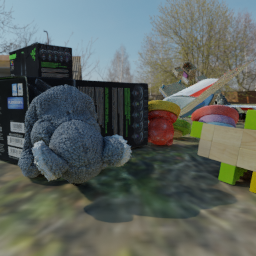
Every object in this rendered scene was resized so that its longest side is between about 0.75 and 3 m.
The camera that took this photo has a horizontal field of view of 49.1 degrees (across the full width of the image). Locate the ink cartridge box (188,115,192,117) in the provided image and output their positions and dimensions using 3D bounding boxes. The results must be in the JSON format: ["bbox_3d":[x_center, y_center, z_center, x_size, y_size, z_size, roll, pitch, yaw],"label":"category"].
[{"bbox_3d":[3.361,-1.146,15.025,1.737,1.003,2.388,6,8,45],"label":"ink cartridge box"}]

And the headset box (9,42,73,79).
[{"bbox_3d":[-3.299,-1.662,10.562,1.382,2.980,2.594,-5,9,-42],"label":"headset box"}]

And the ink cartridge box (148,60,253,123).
[{"bbox_3d":[1.995,-1.124,8.117,2.206,0.682,2.719,-27,-13,-45],"label":"ink cartridge box"}]

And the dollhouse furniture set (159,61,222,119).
[{"bbox_3d":[2.153,-1.245,11.849,2.503,1.633,2.363,-21,58,-27],"label":"dollhouse furniture set"}]

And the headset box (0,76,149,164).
[{"bbox_3d":[-1.225,-0.248,5.341,2.382,1.269,2.735,6,8,42],"label":"headset box"}]

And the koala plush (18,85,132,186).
[{"bbox_3d":[-0.626,0.168,3.078,1.099,1.139,1.239,-3,19,-22],"label":"koala plush"}]

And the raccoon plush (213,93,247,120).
[{"bbox_3d":[4.758,-1.017,12.828,1.814,1.216,0.878,0,6,-1],"label":"raccoon plush"}]

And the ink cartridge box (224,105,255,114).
[{"bbox_3d":[5.147,-0.576,11.366,2.592,0.650,2.102,1,6,8],"label":"ink cartridge box"}]

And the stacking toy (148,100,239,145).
[{"bbox_3d":[1.323,0.149,6.049,1.911,0.807,1.730,4,-19,13],"label":"stacking toy"}]

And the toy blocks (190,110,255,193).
[{"bbox_3d":[1.709,0.294,3.318,1.145,0.837,1.674,10,2,-29],"label":"toy blocks"}]
